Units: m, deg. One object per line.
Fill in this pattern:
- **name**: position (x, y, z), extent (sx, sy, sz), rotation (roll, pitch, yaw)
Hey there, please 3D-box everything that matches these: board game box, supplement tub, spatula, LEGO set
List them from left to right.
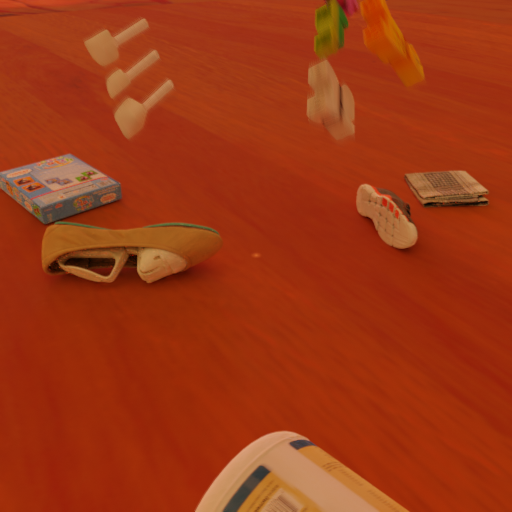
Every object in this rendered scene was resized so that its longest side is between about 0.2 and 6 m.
- **board game box**: position (-3.886, -1.382, 11.009), extent (1.603, 0.388, 2.119), rotation (-25, 40, -34)
- **spatula**: position (-2.129, -3.204, 9.831), extent (0.192, 1.660, 2.388), rotation (-12, 29, 21)
- **supplement tub**: position (0.607, 2.396, 4.017), extent (2.024, 1.464, 1.464), rotation (27, 41, 35)
- **LEGO set**: position (1.840, -3.457, 8.963), extent (1.438, 1.548, 3.771), rotation (-17, 54, 34)

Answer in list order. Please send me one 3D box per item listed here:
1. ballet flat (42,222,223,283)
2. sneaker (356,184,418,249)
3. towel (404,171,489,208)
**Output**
- **ballet flat**: position (-1.908, 0.029, 8.561), extent (2.792, 0.958, 0.880), rotation (1, 60, 7)
- **sneaker**: position (2.449, -0.780, 9.803), extent (0.773, 0.728, 1.888), rotation (-3, 32, -16)
- **towel**: position (3.771, -1.372, 11.141), extent (1.350, 0.242, 1.402), rotation (-2, 33, -3)
